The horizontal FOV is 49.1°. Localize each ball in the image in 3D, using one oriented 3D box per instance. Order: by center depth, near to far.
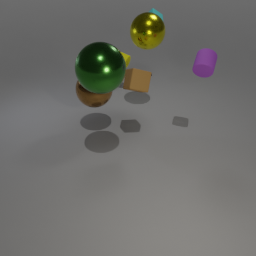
[{"bbox_3d":[-0.752,-1.640,7.697,1.400,1.400,1.400,0,32,0],"label":"ball"},{"bbox_3d":[-1.281,-1.476,10.626,1.400,1.400,1.400,0,32,0],"label":"ball"},{"bbox_3d":[0.772,-3.806,11.027,1.400,1.400,1.400,0,32,0],"label":"ball"}]

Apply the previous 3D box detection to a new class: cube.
[{"bbox_3d":[0.310,-1.637,9.694,0.700,0.700,0.700,8,5,-21],"label":"cube"},{"bbox_3d":[1.286,-5.413,14.092,0.700,0.700,0.700,18,59,-35],"label":"cube"}]

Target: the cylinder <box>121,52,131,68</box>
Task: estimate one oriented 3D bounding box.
[{"bbox_3d":[-0.325,-3.504,14.380,0.700,0.700,0.700,26,38,12],"label":"cylinder"}]

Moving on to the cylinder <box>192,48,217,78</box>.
[{"bbox_3d":[2.595,-2.186,9.444,0.700,0.700,0.700,12,65,19],"label":"cylinder"}]
